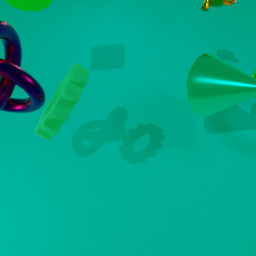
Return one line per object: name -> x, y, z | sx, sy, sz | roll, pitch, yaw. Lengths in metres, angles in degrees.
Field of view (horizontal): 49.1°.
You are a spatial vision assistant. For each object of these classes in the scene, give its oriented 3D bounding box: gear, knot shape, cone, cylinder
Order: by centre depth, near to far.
gear -> -1.150, -0.461, 4.863 | 0.256, 1.385, 1.385 | 31, 57, -21
knot shape -> -2.558, -0.781, 4.902 | 1.832, 1.957, 0.904 | -26, 46, -18
cone -> 2.426, -0.920, 6.268 | 1.570, 1.570, 1.576 | -46, 34, -24
cylinder -> -2.402, -3.614, 6.632 | 1.164, 1.164, 1.164 | -7, 77, -5

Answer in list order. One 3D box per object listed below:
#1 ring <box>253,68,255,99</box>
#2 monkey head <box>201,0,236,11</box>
ring -> 3.762, -1.079, 6.486 | 1.644, 0.329, 1.644 | 3, 97, 21
monkey head -> 2.310, -3.402, 7.469 | 0.626, 0.747, 1.039 | 13, 19, -37
